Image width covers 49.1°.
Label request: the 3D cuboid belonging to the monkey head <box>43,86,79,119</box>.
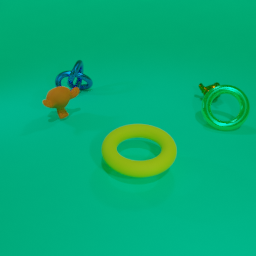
[{"bbox_3d":[-2.059,-0.785,8.599,1.292,0.929,0.778,-31,6,-37],"label":"monkey head"}]

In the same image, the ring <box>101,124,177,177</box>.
[{"bbox_3d":[0.257,0.477,6.564,1.754,0.351,1.754,0,35,0],"label":"ring"}]

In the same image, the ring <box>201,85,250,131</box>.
[{"bbox_3d":[2.897,-0.613,8.341,1.392,1.392,0.278,6,-7,9],"label":"ring"}]

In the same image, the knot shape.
[{"bbox_3d":[-1.927,-1.873,10.317,1.414,1.324,0.654,-12,44,-41],"label":"knot shape"}]

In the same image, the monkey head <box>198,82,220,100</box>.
[{"bbox_3d":[2.936,-1.365,9.960,0.650,0.776,1.078,-31,13,36],"label":"monkey head"}]
